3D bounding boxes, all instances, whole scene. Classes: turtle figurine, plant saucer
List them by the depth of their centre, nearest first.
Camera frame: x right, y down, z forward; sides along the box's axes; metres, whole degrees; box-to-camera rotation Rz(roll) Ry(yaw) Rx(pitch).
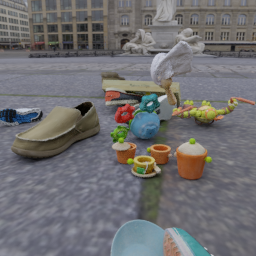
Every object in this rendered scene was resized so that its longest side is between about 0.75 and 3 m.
[{"bbox_3d":[0.227,1.530,2.954,1.109,0.213,1.109,30,32,-21],"label":"plant saucer"},{"bbox_3d":[2.627,-0.536,9.207,2.521,0.812,2.033,-11,9,2],"label":"turtle figurine"}]

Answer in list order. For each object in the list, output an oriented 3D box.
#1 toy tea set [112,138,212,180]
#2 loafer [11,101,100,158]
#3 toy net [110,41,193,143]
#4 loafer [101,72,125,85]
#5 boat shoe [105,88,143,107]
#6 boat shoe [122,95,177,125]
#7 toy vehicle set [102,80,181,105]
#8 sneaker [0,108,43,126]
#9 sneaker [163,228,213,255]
[{"bbox_3d":[0.702,0.481,5.992,2.140,0.792,1.272,1,17,3],"label":"toy tea set"},{"bbox_3d":[-1.816,-0.057,7.379,1.112,0.987,2.926,9,19,26],"label":"loafer"},{"bbox_3d":[0.529,-0.861,6.964,1.558,2.971,0.574,4,37,-26],"label":"toy net"},{"bbox_3d":[-0.827,-2.235,14.479,1.131,1.003,2.974,7,3,11],"label":"loafer"},{"bbox_3d":[-0.023,-1.038,10.971,2.135,0.668,0.760,9,-11,-44],"label":"boat shoe"},{"bbox_3d":[0.770,-0.624,9.396,0.790,0.878,2.483,16,25,37],"label":"boat shoe"},{"bbox_3d":[0.626,-1.423,11.413,2.964,0.393,1.842,4,-9,12],"label":"toy vehicle set"},{"bbox_3d":[-3.704,-0.402,9.418,1.509,0.566,0.654,-4,10,-41],"label":"sneaker"},{"bbox_3d":[0.927,1.632,2.686,0.678,0.606,1.698,-3,29,-22],"label":"sneaker"}]
